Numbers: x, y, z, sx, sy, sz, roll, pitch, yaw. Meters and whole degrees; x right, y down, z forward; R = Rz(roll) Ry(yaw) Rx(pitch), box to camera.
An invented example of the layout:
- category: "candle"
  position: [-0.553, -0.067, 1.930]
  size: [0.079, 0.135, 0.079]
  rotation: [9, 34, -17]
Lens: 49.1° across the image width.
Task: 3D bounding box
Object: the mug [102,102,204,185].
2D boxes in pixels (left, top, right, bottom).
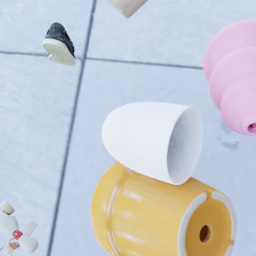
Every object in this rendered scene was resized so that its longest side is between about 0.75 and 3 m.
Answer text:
- category: "mug"
  position: [0.476, 0.113, 4.980]
  size: [1.492, 1.702, 1.256]
  rotation: [12, 111, 37]

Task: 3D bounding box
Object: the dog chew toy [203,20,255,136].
- category: "dog chew toy"
  position: [2.495, -1.002, 5.837]
  size: [1.791, 1.791, 2.876]
  rotation: [11, 46, 4]

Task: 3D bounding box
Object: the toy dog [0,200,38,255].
- category: "toy dog"
  position: [-2.419, 2.205, 5.968]
  size: [0.876, 0.640, 1.329]
  rotation: [-29, 61, -13]

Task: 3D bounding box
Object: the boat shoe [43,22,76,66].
- category: "boat shoe"
  position: [-1.436, -1.764, 5.997]
  size: [0.625, 1.672, 0.554]
  rotation: [8, 87, 1]

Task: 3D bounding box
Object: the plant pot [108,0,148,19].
- category: "plant pot"
  position: [0.089, -3.604, 6.894]
  size: [1.462, 1.597, 1.597]
  rotation: [-47, 74, 16]

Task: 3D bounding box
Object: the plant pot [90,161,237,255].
- category: "plant pot"
  position: [0.742, 1.683, 5.294]
  size: [2.262, 2.071, 2.262]
  rotation: [1, 89, -33]
